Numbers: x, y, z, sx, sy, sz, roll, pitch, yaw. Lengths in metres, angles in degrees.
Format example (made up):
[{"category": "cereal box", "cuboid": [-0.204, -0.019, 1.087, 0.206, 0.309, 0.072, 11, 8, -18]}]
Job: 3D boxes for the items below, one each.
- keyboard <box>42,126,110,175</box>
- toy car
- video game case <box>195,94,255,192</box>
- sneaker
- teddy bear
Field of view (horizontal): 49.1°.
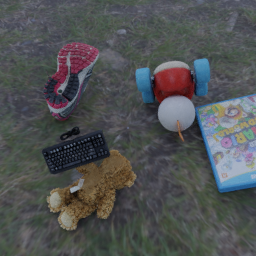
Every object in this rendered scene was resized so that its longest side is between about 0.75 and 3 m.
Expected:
[{"category": "keyboard", "cuboid": [-1.259, 0.465, 6.548, 1.541, 0.925, 0.198, -19, 3, 8]}, {"category": "toy car", "cuboid": [1.363, -0.613, 8.011, 1.972, 1.892, 2.139, -6, 74, 10]}, {"category": "video game case", "cuboid": [3.047, 0.268, 7.435, 1.975, 0.246, 2.760, -12, 48, 8]}, {"category": "sneaker", "cuboid": [-1.773, -1.574, 8.725, 1.168, 1.082, 2.898, 18, 57, 5]}, {"category": "teddy bear", "cuboid": [-0.830, 1.437, 6.529, 1.523, 0.701, 2.101, 23, 57, 30]}]
